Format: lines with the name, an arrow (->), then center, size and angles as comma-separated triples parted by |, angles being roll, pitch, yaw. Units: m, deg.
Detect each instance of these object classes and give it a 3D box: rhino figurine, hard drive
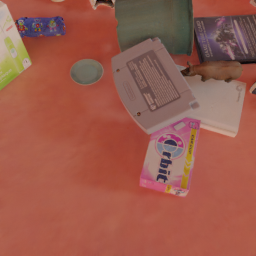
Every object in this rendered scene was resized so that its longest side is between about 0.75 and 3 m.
rhino figurine -> 2.304, -1.618, 7.933 | 1.884, 0.824, 0.563 | 2, 89, 5
hard drive -> 1.963, -0.940, 8.318 | 2.763, 0.369, 1.823 | 17, 63, 9

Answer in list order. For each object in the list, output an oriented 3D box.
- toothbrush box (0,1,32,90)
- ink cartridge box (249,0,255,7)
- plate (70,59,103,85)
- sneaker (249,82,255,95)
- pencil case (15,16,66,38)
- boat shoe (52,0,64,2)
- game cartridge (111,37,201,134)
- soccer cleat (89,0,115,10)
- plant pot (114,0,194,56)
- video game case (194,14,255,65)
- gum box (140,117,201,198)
toothbrush box -> -3.977, -2.295, 7.948 | 0.995, 2.312, 1.683 | 33, 66, 17
ink cartridge box -> 6.411, -4.836, 10.318 | 2.992, 0.707, 2.395 | -35, 66, -21
plate -> -1.307, -1.758, 8.900 | 1.060, 0.135, 1.060 | 0, 62, 1
sneaker -> 4.636, -1.000, 8.155 | 1.849, 0.703, 1.336 | -15, 60, -9
pencil case -> -2.937, -3.456, 9.520 | 1.607, 0.627, 0.698 | -4, 95, -3
boat shoe -> -2.531, -5.967, 10.784 | 0.956, 0.848, 2.558 | 10, 62, 6
game cartridge -> 0.573, -1.153, 7.492 | 1.715, 0.520, 2.572 | -24, 64, 0
soccer cleat -> -0.300, -4.920, 10.308 | 2.364, 0.811, 1.007 | -8, 73, -3
plant pot -> 0.779, -3.234, 8.689 | 2.187, 2.233, 2.233 | -6, 61, 7
video game case -> 3.748, -3.037, 9.523 | 2.950, 0.280, 2.108 | -4, 62, -1
gum box -> 1.119, 0.594, 7.286 | 1.181, 0.688, 2.080 | 13, 62, 8
